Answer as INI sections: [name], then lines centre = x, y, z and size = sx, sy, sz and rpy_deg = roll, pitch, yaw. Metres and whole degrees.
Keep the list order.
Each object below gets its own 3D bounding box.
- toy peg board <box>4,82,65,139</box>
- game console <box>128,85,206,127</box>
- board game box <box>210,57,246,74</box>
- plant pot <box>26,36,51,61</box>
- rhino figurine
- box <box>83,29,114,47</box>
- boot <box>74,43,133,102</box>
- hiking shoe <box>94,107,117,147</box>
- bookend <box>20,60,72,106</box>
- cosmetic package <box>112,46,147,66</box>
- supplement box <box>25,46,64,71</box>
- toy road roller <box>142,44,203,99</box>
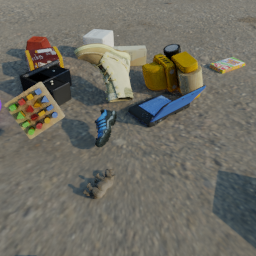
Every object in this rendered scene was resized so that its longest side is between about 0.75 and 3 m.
[toy peg board]
centre = -2.451, -0.434, 7.404
size = 1.146, 1.151, 0.563
rpy_deg = -35, 17, -8
[game console]
centre = 1.365, -1.052, 10.154
size = 2.181, 1.290, 1.861
rpy_deg = -26, 45, -31
[board game box]
centre = 4.934, -3.103, 13.733
size = 1.732, 0.260, 0.827
rpy_deg = -19, 42, -27
[plant pot]
centre = -4.600, -4.109, 14.416
size = 1.113, 0.981, 1.112
rpy_deg = 7, 38, 8
[rhino figurine]
centre = -0.684, 1.485, 7.601
size = 0.495, 0.338, 1.131
rpy_deg = 29, 43, 16
[box]
centre = -1.455, -4.178, 14.233
size = 1.119, 1.306, 1.299
rpy_deg = 11, 38, 18
[boot]
centre = -0.779, -1.951, 10.318
size = 0.902, 1.936, 2.503
rpy_deg = -12, -8, 43
[hiking shoe]
centre = -0.816, 0.003, 8.903
size = 0.597, 0.512, 1.377
rpy_deg = 15, 58, 10
[bookend]
centre = -2.927, -1.818, 11.459
size = 1.994, 0.918, 1.981
rpy_deg = 25, 44, 29
[cosmetic package]
centre = 0.062, -3.536, 13.775
size = 1.651, 0.868, 0.587
rpy_deg = -4, 39, -3
[supplement box]
centre = -3.834, -2.969, 12.921
size = 1.452, 0.964, 1.432
rpy_deg = -15, 40, -18
[toy road roller]
centre = 1.715, -2.144, 11.477
size = 1.853, 1.560, 2.538
rpy_deg = -24, 41, -6
